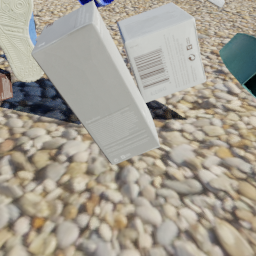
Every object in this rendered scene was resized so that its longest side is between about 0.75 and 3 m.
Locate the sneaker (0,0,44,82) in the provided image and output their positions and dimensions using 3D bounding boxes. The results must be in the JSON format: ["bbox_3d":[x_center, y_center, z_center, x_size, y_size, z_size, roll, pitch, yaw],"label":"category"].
[{"bbox_3d":[-2.482,-2.369,5.885,1.007,2.623,1.459,-22,56,-15],"label":"sneaker"}]

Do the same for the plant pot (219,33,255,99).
[{"bbox_3d":[3.032,-1.634,6.958,1.032,1.032,1.461,24,29,-40],"label":"plant pot"}]

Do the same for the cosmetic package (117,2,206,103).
[{"bbox_3d":[0.756,-1.908,6.904,1.572,1.570,1.905,-19,35,5],"label":"cosmetic package"}]

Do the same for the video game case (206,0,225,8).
[{"bbox_3d":[1.577,-4.351,8.285,2.259,0.249,2.059,-7,45,-47],"label":"video game case"}]

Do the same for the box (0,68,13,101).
[{"bbox_3d":[-3.237,-0.852,6.131,0.483,0.646,1.289,26,34,27],"label":"box"}]

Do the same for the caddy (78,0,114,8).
[{"bbox_3d":[-0.854,-3.592,7.040,1.063,0.790,1.504,-12,-7,11],"label":"caddy"}]

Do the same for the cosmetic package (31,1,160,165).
[{"bbox_3d":[-0.229,-0.362,2.508,0.578,1.282,0.685,-22,38,9],"label":"cosmetic package"}]
